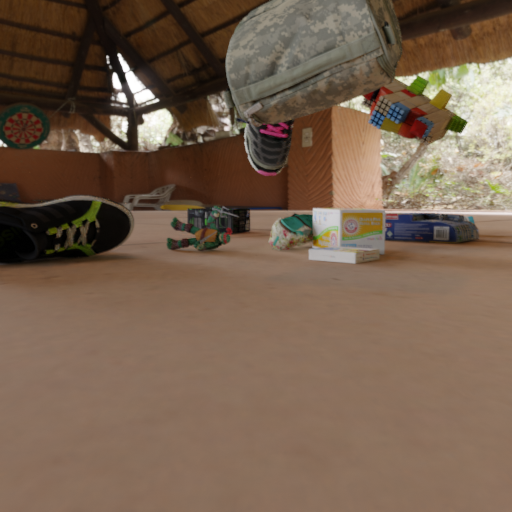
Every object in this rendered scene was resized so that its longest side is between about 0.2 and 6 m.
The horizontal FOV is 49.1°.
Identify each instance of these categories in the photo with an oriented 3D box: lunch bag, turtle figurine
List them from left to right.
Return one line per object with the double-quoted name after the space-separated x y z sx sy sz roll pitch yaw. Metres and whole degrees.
-1.050 -0.425 11.303 1.427 0.719 1.069 0 46 18 "turtle figurine"
0.789 -2.862 7.889 2.370 1.651 1.988 -16 27 24 "lunch bag"

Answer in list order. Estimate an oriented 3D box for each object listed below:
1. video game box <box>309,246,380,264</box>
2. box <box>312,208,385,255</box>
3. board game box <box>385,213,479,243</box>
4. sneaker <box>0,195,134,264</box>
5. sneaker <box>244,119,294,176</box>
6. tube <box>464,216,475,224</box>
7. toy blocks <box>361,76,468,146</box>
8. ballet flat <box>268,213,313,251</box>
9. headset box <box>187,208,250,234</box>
1.500 -0.024 9.525 0.918 0.215 0.836 5 5 40 "video game box"
1.785 -0.507 11.054 0.943 0.850 1.677 -1 6 -12 "box"
4.389 -0.759 14.309 2.249 0.694 2.248 4 8 37 "board game box"
-3.527 -0.251 9.253 3.217 1.154 1.332 -4 30 -29 "sneaker"
0.485 -3.500 13.212 1.163 3.153 1.379 12 -7 -9 "sneaker"
5.253 -0.834 16.338 2.064 0.520 0.799 -3 1 7 "tube"
3.091 -3.093 11.992 2.375 1.187 1.623 40 41 22 "toy blocks"
0.849 -0.499 11.947 0.781 0.660 2.065 44 25 21 "ballet flat"
-1.189 -1.090 17.247 1.630 0.756 1.419 2 6 22 "headset box"
